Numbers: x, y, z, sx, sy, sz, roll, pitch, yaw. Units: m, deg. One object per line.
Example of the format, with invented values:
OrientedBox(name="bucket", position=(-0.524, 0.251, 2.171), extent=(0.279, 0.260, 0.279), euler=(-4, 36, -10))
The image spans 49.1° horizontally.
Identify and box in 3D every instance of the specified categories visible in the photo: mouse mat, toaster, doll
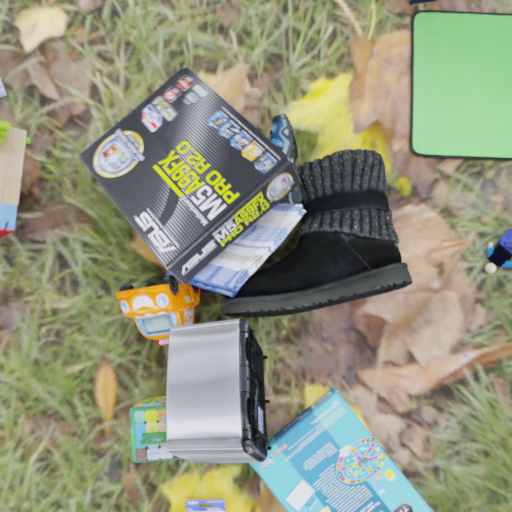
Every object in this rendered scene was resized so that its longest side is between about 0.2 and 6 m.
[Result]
OrientedBox(name="mouse mat", position=(4.146, -3.287, 10.758), extent=(2.388, 0.112, 2.968), euler=(3, 85, 0))
OrientedBox(name="toaster", position=(-0.540, 2.210, 8.898), extent=(1.332, 2.246, 2.031), euler=(-6, 65, 6))
OrientedBox(name="doll", position=(4.576, -0.060, 10.315), extent=(0.666, 0.236, 0.976), euler=(42, 85, 5))

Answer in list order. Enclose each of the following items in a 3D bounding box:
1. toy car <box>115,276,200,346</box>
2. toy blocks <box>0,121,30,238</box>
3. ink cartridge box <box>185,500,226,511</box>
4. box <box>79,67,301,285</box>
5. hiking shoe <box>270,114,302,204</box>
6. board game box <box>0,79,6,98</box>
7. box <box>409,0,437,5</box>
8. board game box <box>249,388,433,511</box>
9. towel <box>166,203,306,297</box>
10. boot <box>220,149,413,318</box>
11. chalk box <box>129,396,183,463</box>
OrientedBox(name="toy car", position=(-0.509, 0.780, 9.515), extent=(3.430, 1.682, 1.141), euler=(-8, 86, -2))
OrientedBox(name="toy blocks", position=(-4.816, -1.050, 9.322), extent=(3.147, 1.572, 2.151), euler=(8, 92, 44))
OrientedBox(name="ink cartridge box", position=(-0.878, 4.832, 9.759), extent=(0.710, 0.250, 1.189), euler=(-1, 87, 0))
OrientedBox(name="box", position=(-1.219, -1.487, 9.547), extent=(2.579, 0.713, 3.220), euler=(-40, 59, -3))
OrientedBox(name="hiking shoe", position=(0.307, -1.726, 9.804), extent=(0.820, 0.704, 1.892), euler=(-8, 58, 10))
OrientedBox(name="board game box", position=(-6.038, -3.657, 10.631), extent=(1.983, 0.408, 1.978), euler=(-20, 84, -2))
OrientedBox(name="box", position=(3.209, -5.368, 10.491), extent=(0.561, 1.076, 0.796), euler=(-9, 82, -1))
OrientedBox(name="board game box", position=(1.423, 3.923, 9.672), extent=(1.942, 0.604, 2.573), euler=(-38, 85, -4))
OrientedBox(name="towel", position=(-0.339, -0.256, 9.513), extent=(1.591, 0.258, 2.167), euler=(13, 50, 38))
OrientedBox(name="boot", position=(0.844, -0.358, 9.642), extent=(3.389, 1.275, 2.533), euler=(-12, 78, -9))
OrientedBox(name="chalk box", position=(-1.581, 2.885, 9.370), extent=(0.900, 1.443, 0.894), euler=(-4, 84, -1))
